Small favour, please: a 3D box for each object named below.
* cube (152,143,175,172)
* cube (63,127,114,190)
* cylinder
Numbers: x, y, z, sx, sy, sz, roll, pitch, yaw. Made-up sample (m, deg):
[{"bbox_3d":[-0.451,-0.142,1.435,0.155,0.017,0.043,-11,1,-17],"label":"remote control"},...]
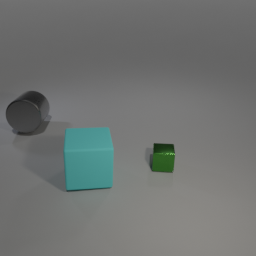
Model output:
[{"bbox_3d":[1.181,0.982,9.366,0.700,0.700,0.700,3,25,5],"label":"cube"},{"bbox_3d":[-1.226,0.910,8.687,1.400,1.400,1.400,-2,27,-9],"label":"cube"},{"bbox_3d":[-4.084,-0.692,11.534,1.400,1.400,1.400,-1,22,-1],"label":"cylinder"}]
